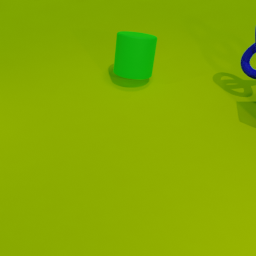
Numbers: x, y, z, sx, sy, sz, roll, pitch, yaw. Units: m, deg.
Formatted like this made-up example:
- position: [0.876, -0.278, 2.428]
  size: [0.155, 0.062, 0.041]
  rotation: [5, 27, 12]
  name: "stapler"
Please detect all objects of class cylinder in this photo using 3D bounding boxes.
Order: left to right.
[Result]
- position: [0.216, -2.305, 8.833]
  size: [1.255, 1.255, 1.255]
  rotation: [6, 25, -3]
  name: "cylinder"

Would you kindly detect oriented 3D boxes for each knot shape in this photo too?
- position: [4.011, -2.154, 7.778]
  size: [1.502, 1.605, 0.742]
  rotation: [-2, 18, -12]
  name: "knot shape"
